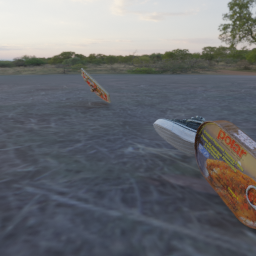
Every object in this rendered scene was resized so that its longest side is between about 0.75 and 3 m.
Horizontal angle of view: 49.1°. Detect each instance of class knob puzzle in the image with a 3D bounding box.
[{"bbox_3d":[-1.523,-1.772,12.903,0.292,2.103,2.103,-45,26,-9],"label":"knob puzzle"}]

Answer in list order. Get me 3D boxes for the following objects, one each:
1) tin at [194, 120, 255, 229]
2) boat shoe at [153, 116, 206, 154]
[{"bbox_3d":[1.362,0.504,3.539,0.334,0.893,1.595,-10,34,-15],"label":"tin"},{"bbox_3d":[1.312,0.107,5.369,1.824,0.657,0.647,23,64,43],"label":"boat shoe"}]
